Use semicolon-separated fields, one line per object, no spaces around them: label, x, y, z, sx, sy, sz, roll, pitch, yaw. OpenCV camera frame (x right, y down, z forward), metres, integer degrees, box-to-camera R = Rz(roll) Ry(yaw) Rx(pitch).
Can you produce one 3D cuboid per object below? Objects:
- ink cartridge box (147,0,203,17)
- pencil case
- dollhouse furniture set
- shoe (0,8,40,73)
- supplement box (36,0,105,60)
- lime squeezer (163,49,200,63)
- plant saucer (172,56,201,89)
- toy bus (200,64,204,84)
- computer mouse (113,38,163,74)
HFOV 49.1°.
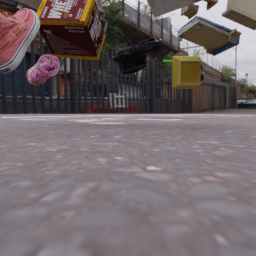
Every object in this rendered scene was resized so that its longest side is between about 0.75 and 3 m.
ink cartridge box;1.097;-3.385;5.770;1.719;1.249;1.244;-14;-14;17
pencil case;-3.035;-2.031;9.971;0.772;0.807;1.865;-4;-2;-32
dollhouse furniture set;2.421;-3.604;8.392;2.400;1.659;2.543;14;-12;-20
shoe;-2.928;-2.508;6.859;0.837;2.344;1.066;-7;-38;16
supplement box;-2.079;-3.735;10.487;1.931;1.300;1.958;7;-26;12
lime squeezer;2.643;-3.101;12.760;2.013;0.380;0.711;-21;37;-17
plant saucer;2.023;-1.856;9.386;1.095;1.095;0.265;-5;11;-19
toy bus;2.310;-2.078;10.716;0.979;1.019;0.692;-26;33;-8
computer mouse;0.200;-2.491;9.675;1.651;0.629;2.384;-19;-3;-4
